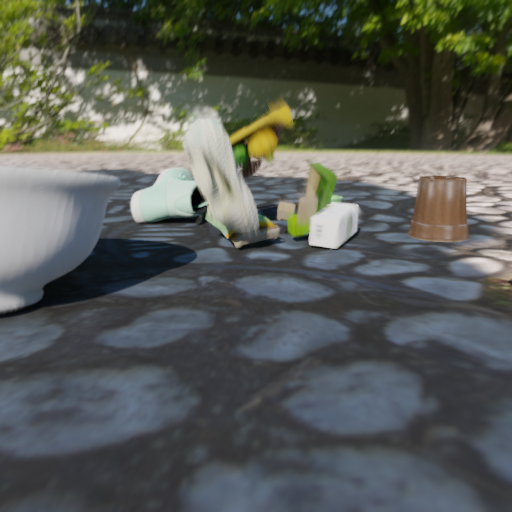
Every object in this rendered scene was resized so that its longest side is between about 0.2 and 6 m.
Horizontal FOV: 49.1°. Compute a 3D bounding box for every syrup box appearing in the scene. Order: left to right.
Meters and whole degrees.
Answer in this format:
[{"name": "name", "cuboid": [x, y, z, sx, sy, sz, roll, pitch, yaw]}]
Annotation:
[{"name": "syrup box", "cuboid": [1.560, -0.629, 11.123, 0.591, 0.572, 1.452, 9, 19, 22]}]

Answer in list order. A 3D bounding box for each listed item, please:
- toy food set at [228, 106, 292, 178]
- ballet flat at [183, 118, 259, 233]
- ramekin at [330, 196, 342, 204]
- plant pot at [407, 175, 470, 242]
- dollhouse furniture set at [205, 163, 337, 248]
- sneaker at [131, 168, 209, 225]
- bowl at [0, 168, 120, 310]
[{"name": "toy food set", "cuboid": [-0.019, -2.203, 11.536, 1.574, 0.874, 2.675, -34, 10, -11]}, {"name": "ballet flat", "cuboid": [-0.642, -1.118, 9.247, 0.865, 2.410, 0.865, -13, 42, 12]}, {"name": "ramekin", "cuboid": [2.004, -1.444, 15.469, 0.747, 0.365, 0.747, 0, 13, 0]}, {"name": "plant pot", "cuboid": [3.892, -1.033, 11.828, 1.276, 1.264, 1.276, 0, 13, 0]}, {"name": "dollhouse furniture set", "cuboid": [0.390, -1.086, 11.128, 2.588, 0.999, 1.294, -14, 39, -29]}, {"name": "sneaker", "cuboid": [-1.710, -1.537, 14.160, 1.791, 1.117, 3.036, -2, 22, 15]}, {"name": "bowl", "cuboid": [-3.671, -0.262, 7.161, 3.772, 1.695, 3.772, 2, 5, 0]}]
